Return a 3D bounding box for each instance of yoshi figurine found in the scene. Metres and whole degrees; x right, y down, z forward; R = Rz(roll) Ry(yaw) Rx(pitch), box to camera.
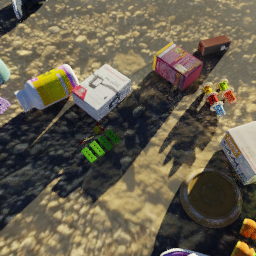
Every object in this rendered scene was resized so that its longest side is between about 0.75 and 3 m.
[{"bbox_3d":[4.357,3.665,7.366,2.962,1.665,1.658,20,20,28],"label":"yoshi figurine"}]

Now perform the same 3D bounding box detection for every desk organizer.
[{"bbox_3d":[3.703,-3.574,12.031,1.263,0.453,0.486,-16,58,-9],"label":"desk organizer"}]

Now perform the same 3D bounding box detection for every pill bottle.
[{"bbox_3d":[-2.970,-1.415,10.320,2.172,1.132,1.132,-30,63,-17],"label":"pill bottle"}]

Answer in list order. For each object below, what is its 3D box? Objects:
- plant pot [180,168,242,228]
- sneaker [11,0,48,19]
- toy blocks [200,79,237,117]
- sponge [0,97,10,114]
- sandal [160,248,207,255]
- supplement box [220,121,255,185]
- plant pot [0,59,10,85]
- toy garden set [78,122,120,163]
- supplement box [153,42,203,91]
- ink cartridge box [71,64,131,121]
[{"bbox_3d":[2.589,2.077,8.683,1.925,0.265,1.925,-1,57,1],"label":"plant pot"},{"bbox_3d":[-4.631,-6.038,13.302,1.508,0.794,2.087,-6,58,-1],"label":"sneaker"},{"bbox_3d":[3.517,-1.100,10.500,1.169,0.509,1.403,-14,60,-8],"label":"toy blocks"},{"bbox_3d":[-5.391,-0.441,10.234,1.084,0.290,1.944,26,63,14],"label":"sponge"},{"bbox_3d":[1.653,3.664,7.525,1.725,0.424,0.702,2,92,0],"label":"sandal"},{"bbox_3d":[4.664,0.590,9.202,2.646,0.973,1.668,-17,60,-10],"label":"supplement box"},{"bbox_3d":[-5.368,-2.342,11.025,1.114,0.894,1.114,0,58,0],"label":"plant pot"},{"bbox_3d":[-1.083,0.487,9.710,1.283,0.256,1.070,-38,68,-19],"label":"toy garden set"},{"bbox_3d":[1.939,-2.466,11.117,1.077,0.849,1.645,-39,66,-21],"label":"supplement box"},{"bbox_3d":[-0.964,-1.374,10.502,1.346,0.773,1.854,37,66,20],"label":"ink cartridge box"}]
